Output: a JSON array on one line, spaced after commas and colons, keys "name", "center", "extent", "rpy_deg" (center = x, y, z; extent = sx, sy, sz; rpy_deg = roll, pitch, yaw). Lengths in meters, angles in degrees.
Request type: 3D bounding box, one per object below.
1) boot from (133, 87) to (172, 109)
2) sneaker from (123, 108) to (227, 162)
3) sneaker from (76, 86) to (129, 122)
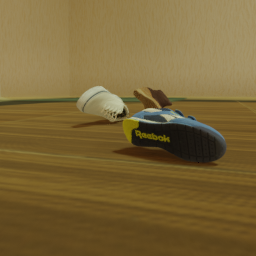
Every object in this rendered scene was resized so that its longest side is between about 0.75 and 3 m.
[{"name": "boot", "center": [1.082, -0.810, 9.428], "extent": [1.381, 0.601, 1.660], "rpy_deg": [-5, 47, -42]}, {"name": "sneaker", "center": [0.801, 0.018, 4.752], "extent": [1.855, 0.686, 0.763], "rpy_deg": [16, 35, 36]}, {"name": "sneaker", "center": [-0.663, -0.714, 9.306], "extent": [0.940, 0.970, 2.656], "rpy_deg": [42, 18, 17]}]
